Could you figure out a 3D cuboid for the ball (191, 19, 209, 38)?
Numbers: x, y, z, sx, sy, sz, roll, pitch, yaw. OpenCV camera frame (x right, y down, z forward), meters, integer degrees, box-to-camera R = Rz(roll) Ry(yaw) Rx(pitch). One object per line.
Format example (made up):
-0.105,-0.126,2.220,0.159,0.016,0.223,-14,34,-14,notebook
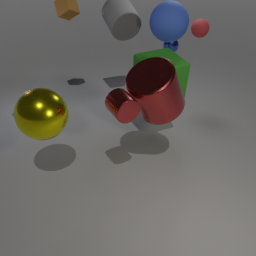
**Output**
2.819,-3.897,10.950,0.700,0.700,0.700,0,30,0,ball

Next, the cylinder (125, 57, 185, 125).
0.799,-1.032,7.966,1.400,1.400,1.400,-12,53,16,cylinder

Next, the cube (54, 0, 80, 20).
-2.579,-5.103,11.864,0.700,0.700,0.700,-17,-3,31,cube

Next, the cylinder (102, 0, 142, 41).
-0.292,-4.837,12.346,1.400,1.400,1.400,-12,56,-20,cylinder

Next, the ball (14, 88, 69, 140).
-2.298,-0.370,7.486,1.400,1.400,1.400,0,30,0,ball

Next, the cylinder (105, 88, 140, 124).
-0.148,-0.585,7.323,0.700,0.700,0.700,-16,41,-26,cylinder

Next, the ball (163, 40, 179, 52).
1.969,-3.785,12.836,0.700,0.700,0.700,0,30,0,ball

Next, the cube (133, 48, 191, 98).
1.080,-1.740,9.601,1.400,1.400,1.400,-16,43,-21,cube

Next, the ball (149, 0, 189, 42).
1.468,-3.790,9.994,1.400,1.400,1.400,0,30,0,ball
